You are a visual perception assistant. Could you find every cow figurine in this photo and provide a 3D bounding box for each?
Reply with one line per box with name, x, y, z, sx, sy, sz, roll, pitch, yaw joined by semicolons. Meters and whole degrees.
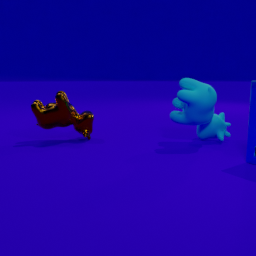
cow figurine;-1.262;-0.171;5.624;1.129;1.111;0.620;-22;19;-3
cow figurine;1.466;-0.303;5.337;1.266;1.286;0.706;14;55;3

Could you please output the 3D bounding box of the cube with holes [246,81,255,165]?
cube with holes;2.600;-0.057;3.947;1.211;1.211;1.211;-7;12;-34
